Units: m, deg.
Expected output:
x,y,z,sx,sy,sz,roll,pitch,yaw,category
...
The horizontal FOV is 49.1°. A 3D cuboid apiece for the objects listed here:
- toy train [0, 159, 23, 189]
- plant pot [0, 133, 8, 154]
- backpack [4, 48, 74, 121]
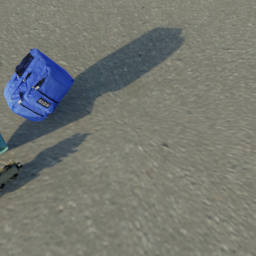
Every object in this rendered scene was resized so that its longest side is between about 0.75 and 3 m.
x,y,z,sx,sy,sz,roll,pitch,yaw,category
-4.015,1.779,7.372,2.815,0.645,0.480,-37,110,-11,toy train
-4.068,0.344,7.780,1.135,1.135,0.910,-23,84,-13,plant pot
-2.703,-1.136,8.268,1.848,1.501,1.551,-48,40,6,backpack
